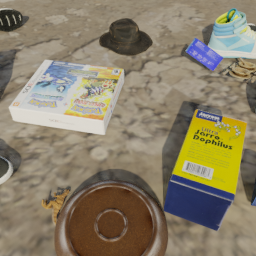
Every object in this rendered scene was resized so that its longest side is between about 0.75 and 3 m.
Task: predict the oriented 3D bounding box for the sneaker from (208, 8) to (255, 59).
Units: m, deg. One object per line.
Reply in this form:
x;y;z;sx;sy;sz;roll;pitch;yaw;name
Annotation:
3.990;-3.222;9.439;2.420;1.580;0.962;-2;44;2;sneaker

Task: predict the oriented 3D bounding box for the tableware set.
3.724;-1.929;8.996;0.966;0.293;1.462;23;36;25;tableware set

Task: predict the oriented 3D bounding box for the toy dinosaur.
-1.483;1.615;5.730;0.539;0.307;1.015;7;46;5;toy dinosaur

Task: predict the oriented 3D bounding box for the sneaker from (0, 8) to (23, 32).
-5.458;-4.282;11.195;2.417;0.893;0.958;-23;45;-21;sneaker

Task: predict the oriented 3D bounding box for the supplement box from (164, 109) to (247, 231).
1.663;0.796;5.927;1.167;1.160;2.131;16;47;16;supplement box

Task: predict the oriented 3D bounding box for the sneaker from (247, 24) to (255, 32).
4.302;-3.384;10.380;2.017;0.713;1.000;-17;43;-22;sneaker

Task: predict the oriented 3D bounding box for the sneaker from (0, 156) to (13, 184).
-3.907;0.540;5.913;2.732;1.355;0.966;11;53;2;sneaker

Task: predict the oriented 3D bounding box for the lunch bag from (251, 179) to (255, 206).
3.039;1.247;5.821;0.666;0.684;1.007;20;47;18;lunch bag

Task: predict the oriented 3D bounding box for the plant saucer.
-0.315;1.880;5.319;2.196;0.352;2.196;0;50;0;plant saucer

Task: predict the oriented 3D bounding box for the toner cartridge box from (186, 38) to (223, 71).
2.414;-2.332;8.867;1.082;0.514;0.234;33;21;-9;toner cartridge box

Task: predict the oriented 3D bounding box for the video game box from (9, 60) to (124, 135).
-1.637;-1.000;8.116;2.636;0.617;2.402;8;48;8;video game box

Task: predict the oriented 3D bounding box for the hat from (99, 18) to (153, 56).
-0.070;-3.609;10.537;2.103;0.848;2.103;0;44;0;hat
